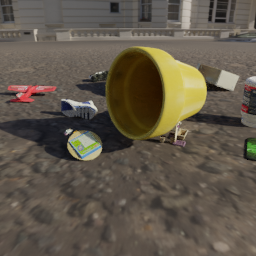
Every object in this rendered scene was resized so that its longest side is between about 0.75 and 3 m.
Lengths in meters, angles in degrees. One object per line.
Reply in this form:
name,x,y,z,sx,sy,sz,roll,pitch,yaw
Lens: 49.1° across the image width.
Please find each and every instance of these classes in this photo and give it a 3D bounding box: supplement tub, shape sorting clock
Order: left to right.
shape sorting clock,-1.148,0.463,7.479,0.916,0.180,0.916,6,52,-8
supplement tub,4.482,-0.888,9.536,1.102,1.571,1.102,0,22,0

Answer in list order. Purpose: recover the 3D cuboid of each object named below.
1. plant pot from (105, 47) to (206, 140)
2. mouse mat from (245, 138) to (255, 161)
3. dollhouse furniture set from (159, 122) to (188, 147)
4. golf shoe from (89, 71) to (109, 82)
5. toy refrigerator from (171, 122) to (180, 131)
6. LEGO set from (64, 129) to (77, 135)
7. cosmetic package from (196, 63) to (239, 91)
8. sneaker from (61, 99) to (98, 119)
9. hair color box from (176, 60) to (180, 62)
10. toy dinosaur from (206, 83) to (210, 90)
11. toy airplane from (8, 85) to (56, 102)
plant pot,0.963,-1.009,8.078,2.307,2.452,2.452,-8,22,-39
mouse mat,4.242,0.681,7.642,1.912,0.072,1.538,8,23,21
dollhouse furniture set,1.446,0.012,8.462,0.756,0.677,0.954,11,25,20
golf shoe,-1.603,-3.108,16.538,1.512,0.588,0.715,-15,26,-36
toy refrigerator,1.559,-0.410,9.787,0.585,0.539,1.541,12,24,12
LEGO set,-1.393,0.446,7.718,0.426,0.345,0.926,-15,64,-45
cosmetic package,4.599,-2.731,14.828,1.210,0.818,2.300,13,16,-24
sneaker,-1.766,-0.737,10.650,1.456,0.588,0.841,15,21,17
hair color box,1.008,-3.024,14.381,2.961,0.896,1.481,-9,23,-22
toy dinosaur,3.935,-2.229,14.586,1.313,0.382,0.664,-15,25,-33
toy airplane,-4.559,-1.629,12.977,2.361,0.434,2.361,0,22,0
